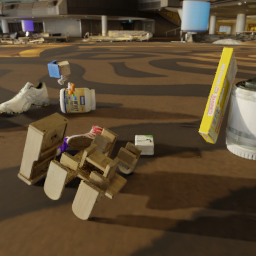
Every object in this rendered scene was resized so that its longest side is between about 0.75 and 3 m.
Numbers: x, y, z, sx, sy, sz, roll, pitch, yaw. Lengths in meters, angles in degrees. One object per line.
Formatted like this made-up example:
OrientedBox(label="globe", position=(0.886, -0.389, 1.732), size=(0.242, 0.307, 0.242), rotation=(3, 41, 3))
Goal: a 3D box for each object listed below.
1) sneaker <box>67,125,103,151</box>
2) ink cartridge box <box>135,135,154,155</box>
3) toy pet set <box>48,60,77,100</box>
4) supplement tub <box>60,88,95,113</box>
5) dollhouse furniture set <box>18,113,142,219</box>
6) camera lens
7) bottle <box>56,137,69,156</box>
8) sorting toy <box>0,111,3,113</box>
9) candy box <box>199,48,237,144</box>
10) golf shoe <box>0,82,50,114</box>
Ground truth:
OrientedBox(label="sneaker", position=(-1.232, 0.295, 8.687), size=(1.441, 0.513, 0.810), rotation=(-2, 24, -25))
OrientedBox(label="ink cartridge box", position=(0.489, 0.503, 8.427), size=(0.551, 0.312, 0.751), rotation=(0, 21, 1))
OrientedBox(label="toy pet set", position=(-2.534, -1.823, 10.644), size=(0.749, 1.317, 1.411), rotation=(-13, 32, -16))
OrientedBox(label="supplement tub", position=(-2.075, -1.164, 11.730), size=(1.395, 1.008, 1.008), rotation=(-3, 22, -7))
OrientedBox(label="dollhouse furniture set", position=(-1.221, 0.951, 6.534), size=(2.314, 1.537, 2.028), rotation=(31, 30, 14))
OrientedBox(label="camera lens", position=(3.767, -0.311, 8.092), size=(1.651, 2.064, 1.651), rotation=(0, 21, 0))
OrientedBox(label="bottle", position=(-2.156, 0.583, 8.100), size=(0.517, 0.404, 1.238), rotation=(12, 25, 34))
OrientedBox(label="sorting toy", position=(-5.627, -0.843, 11.972), size=(1.466, 0.248, 0.707), rotation=(-2, 22, -6))
OrientedBox(label="candy box", position=(2.719, -0.907, 8.320), size=(0.340, 2.573, 1.315), rotation=(15, -8, 26))
OrientedBox(label="golf shoe", position=(-4.443, -1.349, 11.952), size=(0.949, 1.178, 2.423), rotation=(15, 25, 25))
